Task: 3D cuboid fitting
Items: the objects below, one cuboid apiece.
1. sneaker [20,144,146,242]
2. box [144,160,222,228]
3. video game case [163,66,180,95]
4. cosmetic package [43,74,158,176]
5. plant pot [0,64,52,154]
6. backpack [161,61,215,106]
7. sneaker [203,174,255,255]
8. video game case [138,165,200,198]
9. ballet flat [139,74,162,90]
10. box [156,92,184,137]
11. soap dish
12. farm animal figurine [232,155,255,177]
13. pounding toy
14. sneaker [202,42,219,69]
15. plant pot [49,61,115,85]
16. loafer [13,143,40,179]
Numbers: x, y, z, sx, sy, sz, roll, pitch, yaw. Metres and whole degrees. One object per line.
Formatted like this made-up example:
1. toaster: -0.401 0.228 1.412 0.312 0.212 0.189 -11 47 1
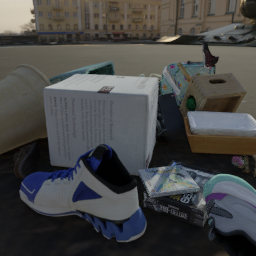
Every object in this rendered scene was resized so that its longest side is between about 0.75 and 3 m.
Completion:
1. sneaker: -0.891 1.043 5.750 2.801 1.618 1.132 10 22 25
2. box: 1.321 1.415 6.423 1.338 0.422 1.697 13 24 28
3. video game case: 1.384 -1.501 8.830 0.097 0.842 0.767 -31 15 24
4. cosmetic package: -0.610 -0.230 8.129 2.741 2.261 2.259 4 22 11
5. plant pot: -3.750 -0.366 8.648 2.610 2.610 2.389 16 37 36
6. backpack: 2.711 -2.015 12.957 2.443 2.148 1.873 4 14 20
7. sneaker: 2.390 1.917 4.729 2.402 0.934 1.681 17 44 -1
8. video game case: 0.877 1.163 6.273 1.100 0.121 1.003 -4 23 -12
9. ballet flat: 1.125 -2.656 16.260 2.854 1.027 1.027 -2 21 -4
10. box: 1.097 -0.391 9.423 0.765 1.235 1.214 -14 -5 -30
11. soap dish: 2.982 0.149 9.033 2.283 0.927 1.796 2 21 6
12. farm animal figurine: 3.289 1.029 7.470 0.997 0.501 0.805 6 3 24
13. pounding toy: 2.853 -1.252 10.493 2.188 2.014 1.556 -6 50 -16
14. sneaker: 2.803 -2.458 9.394 0.513 0.888 0.336 2 17 42
15. plant pot: -1.889 -1.147 10.791 2.377 2.327 2.333 -2 19 22
16. loafer: -2.829 0.932 7.642 0.580 0.597 1.634 -12 17 -3
